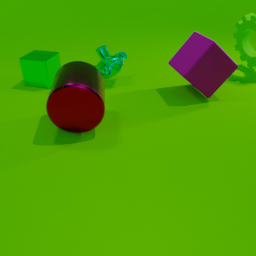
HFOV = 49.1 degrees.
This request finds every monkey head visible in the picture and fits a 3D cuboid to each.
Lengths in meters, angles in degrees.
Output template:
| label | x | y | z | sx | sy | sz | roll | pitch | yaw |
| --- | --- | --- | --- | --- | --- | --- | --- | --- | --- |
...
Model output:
| label | x | y | z | sx | sy | sz | roll | pitch | yaw |
| --- | --- | --- | --- | --- | --- | --- | --- | --- | --- |
| monkey head | -0.706 | -2.194 | 9.256 | 1.527 | 1.099 | 0.920 | -29 | 23 | -3 |

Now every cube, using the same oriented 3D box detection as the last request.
| label | x | y | z | sx | sy | sz | roll | pitch | yaw |
| --- | --- | --- | --- | --- | --- | --- | --- | --- | --- |
| cube | -2.897 | -1.994 | 9.426 | 0.956 | 0.956 | 0.956 | 8 | 33 | 13 |
| cube | 2.250 | -1.930 | 8.541 | 1.263 | 1.263 | 1.263 | 32 | 18 | -30 |

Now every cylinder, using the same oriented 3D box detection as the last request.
| label | x | y | z | sx | sy | sz | roll | pitch | yaw |
| --- | --- | --- | --- | --- | --- | --- | --- | --- | --- |
| cylinder | -1.249 | -0.787 | 6.980 | 1.347 | 1.347 | 1.347 | -2 | 36 | -3 |

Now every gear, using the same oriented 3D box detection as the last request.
| label | x | y | z | sx | sy | sz | roll | pitch | yaw |
| --- | --- | --- | --- | --- | --- | --- | --- | --- | --- |
| gear | 4.554 | -3.095 | 10.054 | 0.359 | 1.939 | 1.939 | -22 | 36 | -9 |
